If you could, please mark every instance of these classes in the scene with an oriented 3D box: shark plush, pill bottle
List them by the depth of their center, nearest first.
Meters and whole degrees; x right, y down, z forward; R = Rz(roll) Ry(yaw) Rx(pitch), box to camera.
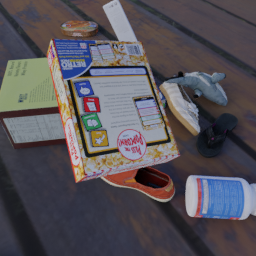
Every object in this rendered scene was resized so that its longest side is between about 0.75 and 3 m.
[{"bbox_3d":[2.584,1.851,7.432,1.951,1.095,1.095,3,48,3],"label":"pill bottle"},{"bbox_3d":[2.612,-1.551,10.240,2.521,1.145,1.050,14,70,-31],"label":"shark plush"}]

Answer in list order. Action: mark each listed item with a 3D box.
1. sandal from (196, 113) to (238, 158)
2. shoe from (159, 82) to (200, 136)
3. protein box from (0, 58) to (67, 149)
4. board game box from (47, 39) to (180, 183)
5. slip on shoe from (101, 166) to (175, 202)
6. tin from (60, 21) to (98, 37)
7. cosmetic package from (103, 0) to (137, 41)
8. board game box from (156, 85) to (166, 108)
[{"bbox_3d":[2.990,0.105,9.395,0.843,0.537,2.244,28,54,23],"label":"sandal"},{"bbox_3d":[1.906,-0.880,9.900,0.744,0.974,2.786,-40,44,19],"label":"shoe"},{"bbox_3d":[-2.645,-0.929,9.490,2.626,1.772,2.607,-6,48,-5],"label":"protein box"},{"bbox_3d":[-0.304,-0.456,5.451,1.979,0.605,2.613,-7,73,-28],"label":"board game box"},{"bbox_3d":[0.168,1.337,8.127,2.504,0.766,0.928,19,52,19],"label":"slip on shoe"},{"bbox_3d":[-2.470,-5.035,14.224,1.901,0.398,1.064,5,44,4],"label":"tin"},{"bbox_3d":[-0.205,-3.125,8.556,0.529,1.429,0.726,-23,20,10],"label":"cosmetic package"},{"bbox_3d":[0.207,-1.545,10.973,1.685,0.429,2.489,-16,50,-14],"label":"board game box"}]
